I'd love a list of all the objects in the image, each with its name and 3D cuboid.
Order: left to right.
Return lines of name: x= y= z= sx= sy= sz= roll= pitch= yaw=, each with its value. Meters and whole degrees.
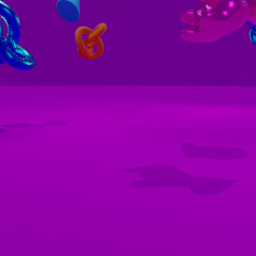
knot shape: x=-3.536 y=-2.433 z=7.748 sx=0.957 sy=2.071 sz=1.938 roll=-44 pitch=31 yaw=-26
cone: x=-1.866 y=-4.209 z=9.568 sx=0.845 sy=0.845 sz=0.849 roll=5 pitch=53 yaw=28
knot shape: x=-1.297 y=-2.927 z=9.756 sx=0.663 sy=1.342 sz=1.434 roll=36 pitch=57 yaw=15
cow figurine: x=1.631 y=-1.737 z=4.371 sx=1.321 sy=0.737 sz=1.342 roll=3 pitch=-7 yaw=-17
monkey head: x=2.791 y=-2.578 z=6.044 sx=1.130 sy=1.874 sz=1.348 roll=35 pitch=-14 yaw=0
